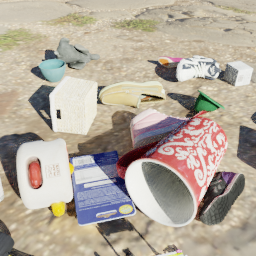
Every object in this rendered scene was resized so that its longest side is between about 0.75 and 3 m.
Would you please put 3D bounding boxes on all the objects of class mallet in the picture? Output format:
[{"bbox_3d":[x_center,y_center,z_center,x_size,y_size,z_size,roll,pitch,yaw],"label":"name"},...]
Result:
[{"bbox_3d":[-1.968,3.127,5.826,2.862,0.589,0.942,18,39,17],"label":"mallet"}]

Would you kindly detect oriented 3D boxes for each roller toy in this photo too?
[{"bbox_3d":[-2.089,1.182,7.378,1.327,1.732,1.898,-8,37,-11],"label":"roller toy"}]

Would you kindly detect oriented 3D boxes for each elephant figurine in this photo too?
[{"bbox_3d":[-2.579,-3.810,14.641,2.146,1.519,1.665,14,65,-7],"label":"elephant figurine"}]

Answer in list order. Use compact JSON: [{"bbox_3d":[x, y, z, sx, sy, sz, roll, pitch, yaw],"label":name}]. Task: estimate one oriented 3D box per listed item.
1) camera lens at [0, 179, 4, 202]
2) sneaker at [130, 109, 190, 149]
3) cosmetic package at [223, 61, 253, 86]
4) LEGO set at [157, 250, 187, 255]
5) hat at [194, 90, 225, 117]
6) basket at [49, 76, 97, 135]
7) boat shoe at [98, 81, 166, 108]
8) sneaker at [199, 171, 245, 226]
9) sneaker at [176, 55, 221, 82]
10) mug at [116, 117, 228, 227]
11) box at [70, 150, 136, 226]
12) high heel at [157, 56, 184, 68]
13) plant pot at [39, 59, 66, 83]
[{"bbox_3d":[-3.807,1.530,7.360,0.878,1.098,0.878,-11,3,1],"label":"camera lens"},{"bbox_3d":[1.441,-0.119,9.683,2.900,1.091,1.516,-10,42,-7],"label":"sneaker"},{"bbox_3d":[5.216,-2.591,13.307,0.816,0.821,0.981,-11,38,-15],"label":"cosmetic package"},{"bbox_3d":[0.423,3.220,5.158,2.884,1.073,1.327,-22,42,-28],"label":"LEGO set"},{"bbox_3d":[2.883,-0.655,11.250,1.547,1.361,1.281,24,19,-32],"label":"hat"},{"bbox_3d":[-1.931,-0.824,10.286,1.299,1.600,1.615,9,36,5],"label":"basket"},{"bbox_3d":[0.229,-1.298,11.523,2.810,1.007,1.070,-11,54,-12],"label":"boat shoe"},{"bbox_3d":[2.333,1.846,7.548,1.941,0.735,0.850,-32,26,-35],"label":"sneaker"},{"bbox_3d":[3.494,-2.782,13.377,1.657,1.016,2.546,16,28,34],"label":"sneaker"},{"bbox_3d":[1.252,0.777,7.636,2.523,1.896,2.842,33,42,19],"label":"mug"},{"bbox_3d":[-0.781,1.656,7.857,1.504,0.402,2.482,-8,36,-11],"label":"box"},{"bbox_3d":[2.437,-3.580,14.807,1.705,0.574,0.818,14,46,12],"label":"high heel"},{"bbox_3d":[-3.564,-2.668,13.405,1.226,0.826,1.226,0,36,0],"label":"plant pot"}]
